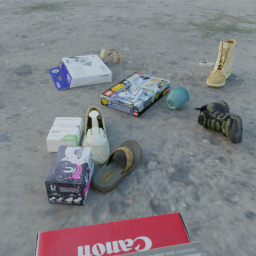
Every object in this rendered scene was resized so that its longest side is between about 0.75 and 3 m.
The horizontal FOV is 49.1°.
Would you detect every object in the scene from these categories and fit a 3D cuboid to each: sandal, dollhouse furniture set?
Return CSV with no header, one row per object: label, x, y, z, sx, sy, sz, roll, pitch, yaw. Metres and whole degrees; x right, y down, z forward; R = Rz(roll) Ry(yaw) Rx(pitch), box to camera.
sandal,-0.311,1.020,8.677,0.968,0.646,2.368,21,40,27
dollhouse furniture set,-0.984,-3.973,15.968,1.182,0.769,1.085,5,30,-31

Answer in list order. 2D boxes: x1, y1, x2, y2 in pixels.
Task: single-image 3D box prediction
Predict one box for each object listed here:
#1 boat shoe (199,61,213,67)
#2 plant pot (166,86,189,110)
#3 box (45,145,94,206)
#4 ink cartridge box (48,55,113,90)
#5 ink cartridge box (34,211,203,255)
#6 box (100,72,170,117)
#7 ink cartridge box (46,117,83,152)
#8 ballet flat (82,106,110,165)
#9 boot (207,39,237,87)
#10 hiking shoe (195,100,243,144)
boat shoe,4.367,-3.589,15.567,0.815,0.268,0.293,-1,35,-2
plant pot,2.011,-1.199,11.765,0.837,0.837,0.787,26,55,32
box,-1.613,1.307,8.045,1.038,0.901,1.571,3,35,4
ink cartridge box,-2.544,-2.964,14.418,2.788,0.566,2.783,-13,37,-18
ink cartridge box,-0.217,2.491,5.080,2.706,2.376,1.135,-5,35,-9
box,0.386,-1.578,12.441,1.929,0.562,2.818,22,40,27
ink cartridge box,-2.185,0.220,9.880,0.988,0.570,1.358,1,35,2
ballet flat,-1.189,0.140,9.758,0.920,0.850,2.727,-6,36,-9
boot,4.574,-3.171,13.566,0.879,1.877,2.415,22,41,28
hiking shoe,3.271,-0.151,10.265,1.308,0.984,2.598,-9,27,3
